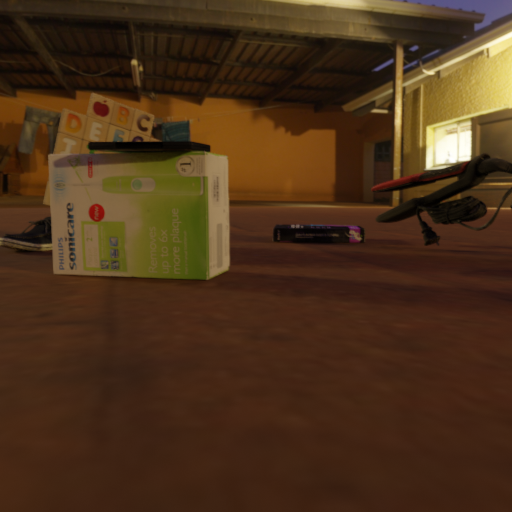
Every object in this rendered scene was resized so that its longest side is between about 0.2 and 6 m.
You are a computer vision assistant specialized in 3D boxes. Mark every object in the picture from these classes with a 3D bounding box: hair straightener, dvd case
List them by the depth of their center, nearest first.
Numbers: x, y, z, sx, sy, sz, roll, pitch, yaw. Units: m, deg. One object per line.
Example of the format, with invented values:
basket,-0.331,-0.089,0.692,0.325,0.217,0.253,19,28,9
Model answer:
dvd case,-1.260,-1.311,6.778,1.249,0.110,0.891,2,9,9
hair straightener,3.453,-0.910,10.281,0.766,1.440,3.742,-5,-1,-25

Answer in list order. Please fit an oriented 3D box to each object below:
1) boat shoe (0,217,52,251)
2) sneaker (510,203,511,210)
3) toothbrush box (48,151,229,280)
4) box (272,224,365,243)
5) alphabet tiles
boat shoe,-3.950,-0.428,10.549,0.741,0.618,1.987,6,9,29
sneaker,4.912,-0.513,8.841,1.783,0.781,0.675,42,19,33
toothbrush box,-1.463,-0.530,7.154,2.103,1.531,0.905,2,7,15
box,1.365,-0.511,12.493,1.957,0.353,1.399,0,6,4
alphabet tiles,-2.834,-1.631,10.880,2.250,2.704,0.086,13,-3,-39
